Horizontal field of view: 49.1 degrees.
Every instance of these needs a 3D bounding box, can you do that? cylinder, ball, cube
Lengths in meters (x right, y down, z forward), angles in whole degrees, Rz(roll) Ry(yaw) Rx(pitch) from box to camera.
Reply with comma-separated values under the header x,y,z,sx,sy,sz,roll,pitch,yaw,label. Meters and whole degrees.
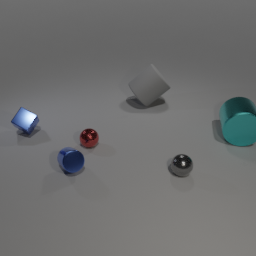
x,y,z,sx,sy,sz,roll,pitch,yaw,label
-1.810,0.994,8.851,0.700,0.700,0.700,-16,13,-25,cylinder
-1.402,0.359,10.134,0.700,0.700,0.700,0,30,0,ball
0.982,-1.944,12.817,1.400,1.400,1.400,-38,28,15,cylinder
4.192,-0.263,10.469,1.400,1.400,1.400,5,31,9,cylinder
1.690,1.162,8.776,0.700,0.700,0.700,0,30,0,ball
-3.922,-0.261,10.727,0.700,0.700,0.700,29,72,-2,cube
